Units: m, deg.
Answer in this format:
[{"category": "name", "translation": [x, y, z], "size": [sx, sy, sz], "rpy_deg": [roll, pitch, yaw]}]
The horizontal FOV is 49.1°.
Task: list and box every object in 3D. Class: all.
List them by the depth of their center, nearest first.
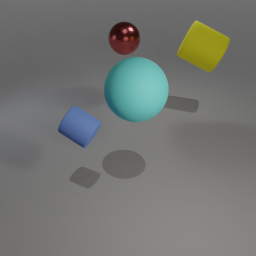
[{"category": "ball", "translation": [0.175, -0.826, 6.108], "size": [1.400, 1.400, 1.400], "rpy_deg": [0, 29, 0]}, {"category": "cylinder", "translation": [-1.061, -0.022, 6.195], "size": [0.700, 0.700, 0.700], "rpy_deg": [33, 34, 1]}, {"category": "cylinder", "translation": [2.761, -3.005, 10.385], "size": [1.400, 1.400, 1.400], "rpy_deg": [27, 31, -3]}, {"category": "ball", "translation": [-0.160, -3.921, 12.279], "size": [1.400, 1.400, 1.400], "rpy_deg": [0, 29, 0]}]
